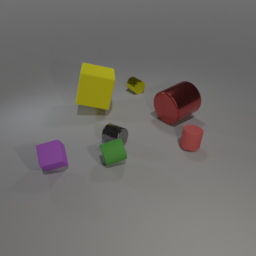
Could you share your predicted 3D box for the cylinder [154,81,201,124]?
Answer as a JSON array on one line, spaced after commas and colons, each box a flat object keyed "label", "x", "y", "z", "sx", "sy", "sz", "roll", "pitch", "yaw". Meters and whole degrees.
[{"label": "cylinder", "x": 2.008, "y": -1.040, "z": 11.445, "sx": 1.400, "sy": 1.400, "sz": 1.400, "roll": -27, "pitch": 39, "yaw": -29}]

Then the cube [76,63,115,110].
[{"label": "cube", "x": -1.382, "y": -1.789, "z": 11.920, "sx": 1.400, "sy": 1.400, "sz": 1.400, "roll": 9, "pitch": 28, "yaw": -10}]

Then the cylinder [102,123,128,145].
[{"label": "cylinder", "x": -0.461, "y": 0.253, "z": 9.994, "sx": 0.700, "sy": 0.700, "sz": 0.700, "roll": 19, "pitch": 34, "yaw": 30}]

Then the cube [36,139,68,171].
[{"label": "cube", "x": -2.305, "y": 0.839, "z": 8.564, "sx": 0.700, "sy": 0.700, "sz": 0.700, "roll": -15, "pitch": 73, "yaw": -2}]

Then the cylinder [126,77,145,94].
[{"label": "cylinder", "x": 0.397, "y": -2.175, "z": 14.265, "sx": 0.700, "sy": 0.700, "sz": 0.700, "roll": -20, "pitch": 40, "yaw": -32}]

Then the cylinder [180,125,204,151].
[{"label": "cylinder", "x": 2.213, "y": 0.340, "z": 9.761, "sx": 0.700, "sy": 0.700, "sz": 0.700, "roll": 5, "pitch": 27, "yaw": -3}]

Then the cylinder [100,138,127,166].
[{"label": "cylinder", "x": -0.460, "y": 0.753, "z": 8.870, "sx": 0.700, "sy": 0.700, "sz": 0.700, "roll": -18, "pitch": 32, "yaw": -7}]
